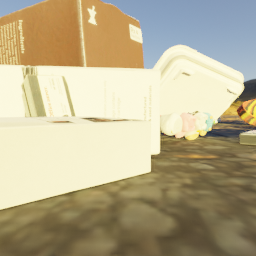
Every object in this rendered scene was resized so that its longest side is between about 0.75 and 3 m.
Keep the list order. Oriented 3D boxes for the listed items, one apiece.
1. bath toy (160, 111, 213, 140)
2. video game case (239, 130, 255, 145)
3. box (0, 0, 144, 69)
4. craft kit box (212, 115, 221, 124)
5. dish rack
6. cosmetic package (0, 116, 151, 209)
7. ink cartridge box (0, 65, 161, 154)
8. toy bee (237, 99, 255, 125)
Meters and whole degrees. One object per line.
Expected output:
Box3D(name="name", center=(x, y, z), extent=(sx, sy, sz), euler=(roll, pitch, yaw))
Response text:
Box3D(name="bath toy", center=(0.911, -0.053, 4.623), extent=(1.188, 0.517, 0.439), euler=(0, 16, -44))
Box3D(name="video game case", center=(2.839, 0.137, 4.557), extent=(1.464, 0.194, 2.049), euler=(2, 5, 36))
Box3D(name="box", center=(-1.374, -1.183, 6.234), extent=(2.841, 2.333, 2.357), euler=(-3, 3, 30))
Box3D(name="craft kit box", center=(2.813, -0.465, 12.493), extent=(2.323, 0.563, 2.294), euler=(2, 1, 23))
Box3D(name="dish rack", center=(1.097, -0.525, 4.945), extent=(1.746, 1.499, 0.380), euler=(15, 40, -27))
Box3D(name="cosmetic package", center=(-0.686, 0.155, 1.803), extent=(0.737, 0.452, 1.785), euler=(2, 4, 43))
Box3D(name="ink cartridge box", center=(-0.930, -0.186, 3.370), extent=(2.232, 0.940, 1.614), euler=(-1, 3, -15))
Box3D(name="toy bee", center=(5.607, -0.739, 10.187), extent=(2.943, 1.600, 1.927), euler=(-30, -18, 6))
